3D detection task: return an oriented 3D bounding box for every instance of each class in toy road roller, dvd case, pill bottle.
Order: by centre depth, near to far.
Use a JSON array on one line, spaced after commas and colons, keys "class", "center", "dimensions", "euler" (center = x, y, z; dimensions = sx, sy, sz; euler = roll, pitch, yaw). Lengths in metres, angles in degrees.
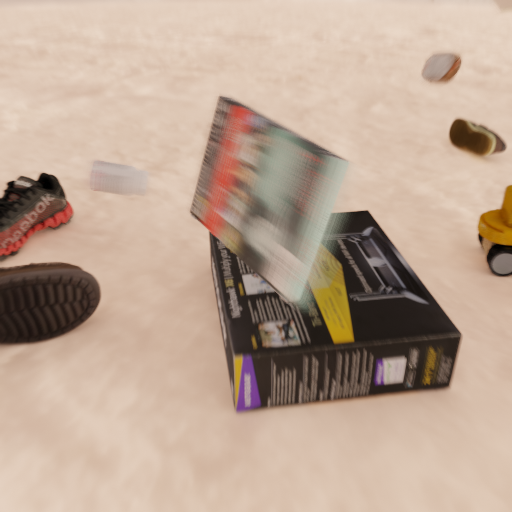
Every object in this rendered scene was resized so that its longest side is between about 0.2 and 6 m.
[{"class": "dvd case", "center": [0.006, -0.641, 5.571], "dimensions": [0.214, 1.417, 1.941], "euler": [0, 28, -36]}, {"class": "pill bottle", "center": [-1.795, -1.002, 7.346], "dimensions": [0.705, 0.400, 0.400], "euler": [9, 29, -10]}, {"class": "toy road roller", "center": [4.278, -0.390, 8.566], "dimensions": [1.680, 1.226, 1.032], "euler": [5, 30, 8]}]

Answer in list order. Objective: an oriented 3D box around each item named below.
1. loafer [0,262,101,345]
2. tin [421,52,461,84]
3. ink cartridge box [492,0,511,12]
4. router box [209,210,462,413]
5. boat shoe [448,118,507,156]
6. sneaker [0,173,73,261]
[{"class": "loafer", "center": [-3.468, 0.539, 7.140], "dimensions": [2.852, 1.041, 1.012], "euler": [-9, 32, -16]}, {"class": "tin", "center": [3.275, -3.354, 9.960], "dimensions": [0.199, 0.532, 0.950], "euler": [20, 10, -20]}, {"class": "ink cartridge box", "center": [3.589, -3.666, 7.427], "dimensions": [0.856, 0.439, 1.158], "euler": [10, 8, 34]}, {"class": "router box", "center": [0.758, 0.502, 7.402], "dimensions": [2.536, 0.842, 3.225], "euler": [-4, 30, -7]}, {"class": "boat shoe", "center": [5.234, -2.776, 13.341], "dimensions": [0.623, 0.704, 1.923], "euler": [8, 28, -14]}, {"class": "sneaker", "center": [-4.000, -0.711, 9.283], "dimensions": [0.789, 1.090, 2.232], "euler": [16, 35, 22]}]
